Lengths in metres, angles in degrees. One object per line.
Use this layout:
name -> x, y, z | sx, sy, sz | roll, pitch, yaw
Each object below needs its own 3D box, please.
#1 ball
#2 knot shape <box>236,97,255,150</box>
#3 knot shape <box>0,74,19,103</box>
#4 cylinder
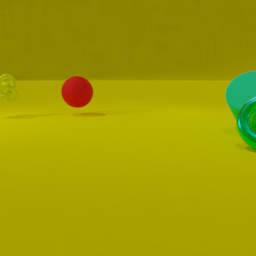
ball -> -2.023, -1.436, 11.197 | 1.260, 1.260, 1.260 | 0, 11, 0
knot shape -> 3.337, -0.429, 5.773 | 1.954, 1.828, 0.903 | 3, 15, 6
knot shape -> -4.647, -1.390, 10.367 | 1.052, 1.125, 0.520 | -15, 18, -14
cylinder -> 3.399, -0.684, 7.548 | 1.235, 1.235, 1.235 | 8, -21, 38
